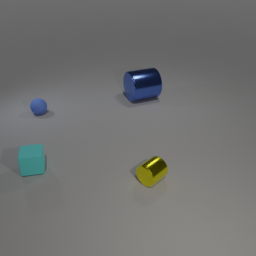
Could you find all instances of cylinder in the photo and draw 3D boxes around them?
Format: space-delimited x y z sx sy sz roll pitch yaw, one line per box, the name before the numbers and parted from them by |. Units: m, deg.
cylinder | 0.720 1.293 8.390 0.700 0.700 0.700 27 40 36
cylinder | 0.673 -2.045 13.164 1.400 1.400 1.400 -13 34 -20

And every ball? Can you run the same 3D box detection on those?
ball | -3.838 -0.928 12.036 0.700 0.700 0.700 0 31 0

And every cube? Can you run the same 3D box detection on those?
cube | -3.020 0.997 8.811 0.700 0.700 0.700 -6 30 -12
